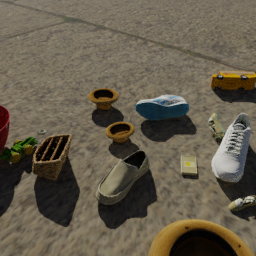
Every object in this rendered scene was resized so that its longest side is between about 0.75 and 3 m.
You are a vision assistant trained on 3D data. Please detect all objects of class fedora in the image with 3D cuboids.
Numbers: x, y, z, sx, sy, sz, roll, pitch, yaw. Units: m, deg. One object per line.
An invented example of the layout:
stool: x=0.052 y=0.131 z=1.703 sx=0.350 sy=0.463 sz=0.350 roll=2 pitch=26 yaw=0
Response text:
fedora: x=-0.286 y=0.219 z=10.741 sx=1.133 sy=0.462 sz=1.133 roll=-4 pitch=39 yaw=3
fedora: x=-1.078 y=-1.244 z=12.511 sx=1.471 sy=0.600 sz=1.471 roll=-1 pitch=36 yaw=1
fedora: x=1.634 y=3.321 z=6.253 sx=2.629 sy=1.072 sz=2.629 roll=1 pitch=33 yaw=-1

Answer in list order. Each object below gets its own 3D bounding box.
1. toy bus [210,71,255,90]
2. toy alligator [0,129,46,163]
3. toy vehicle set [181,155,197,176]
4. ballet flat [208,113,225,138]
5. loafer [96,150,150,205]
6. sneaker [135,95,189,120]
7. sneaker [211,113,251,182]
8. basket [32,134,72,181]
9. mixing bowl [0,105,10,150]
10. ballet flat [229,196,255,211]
toy bus: x=5.185 y=-2.371 z=13.875 sx=2.142 sy=0.697 sz=0.839 roll=2 pitch=38 yaw=2
toy alligator: x=-3.723 y=0.725 z=10.097 sx=0.699 sy=0.507 sz=2.110 roll=23 pitch=37 yaw=26
toy vehicle set: x=2.095 y=1.278 z=9.660 sx=0.516 sy=0.110 sz=0.830 roll=5 pitch=38 yaw=6
ballet flat: x=3.453 y=-0.111 z=11.186 sx=0.510 sy=0.510 sz=1.443 roll=-2 pitch=39 yaw=-2
loafer: x=-0.151 y=1.447 z=8.875 sx=0.890 sy=0.803 sz=2.351 roll=24 pitch=44 yaw=28
sneaker: x=1.398 y=-0.927 z=11.969 sx=2.277 sy=0.871 sz=0.920 roll=-1 pitch=34 yaw=-12
sneaker: x=3.636 y=0.635 z=9.660 sx=1.096 sy=1.154 sz=2.868 roll=16 pitch=42 yaw=17
basket: x=-2.562 y=0.820 z=9.308 sx=1.008 sy=1.053 sz=1.413 roll=19 pitch=39 yaw=-5
mixing bowl: x=-5.306 y=0.323 z=9.888 sx=2.478 sy=1.342 sz=2.478 roll=1 pitch=38 yaw=0
ballet flat: x=3.427 y=2.204 z=8.315 sx=0.929 sy=0.328 sz=0.328 roll=-10 pitch=39 yaw=-13
